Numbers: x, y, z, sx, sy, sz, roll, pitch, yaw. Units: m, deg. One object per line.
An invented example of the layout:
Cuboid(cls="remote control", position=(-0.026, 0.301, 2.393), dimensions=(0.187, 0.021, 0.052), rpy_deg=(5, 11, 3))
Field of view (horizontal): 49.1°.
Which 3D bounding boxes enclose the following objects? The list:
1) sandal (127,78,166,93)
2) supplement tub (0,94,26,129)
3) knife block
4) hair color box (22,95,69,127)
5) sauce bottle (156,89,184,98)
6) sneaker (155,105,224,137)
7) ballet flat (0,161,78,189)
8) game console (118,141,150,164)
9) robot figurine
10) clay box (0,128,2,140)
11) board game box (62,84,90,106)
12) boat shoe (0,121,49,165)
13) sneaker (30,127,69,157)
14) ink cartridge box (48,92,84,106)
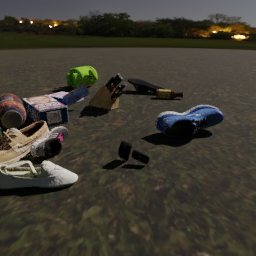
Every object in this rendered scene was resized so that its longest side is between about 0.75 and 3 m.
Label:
Cuboid(cls="sandal", position=(0.976, -2.314, 16.304), dimensions=(2.491, 0.596, 0.936), rpy_deg=(25, 29, 24))
Cuboid(cls="supplement tub", position=(-4.518, -0.608, 10.757), dimensions=(1.074, 1.074, 2.009), rpy_deg=(-9, 22, -23))
Cuboid(cls="knife block", position=(-0.968, -1.745, 13.019), dimensions=(1.882, 1.652, 0.602), rpy_deg=(14, 23, 33))
Cuboid(cls="hair color box", position=(-3.499, -0.761, 11.720), dimensions=(1.166, 0.705, 2.331), rpy_deg=(-14, 24, -32))
Cuboid(cls="sauce bottle", position=(2.227, -1.798, 14.931), dimensions=(1.434, 0.473, 0.473), rpy_deg=(6, 21, 9))
Cuboid(cls="sneaker", position=(2.283, -0.103, 9.886), dimensions=(2.501, 0.982, 1.115), rpy_deg=(-12, 32, -11))
Cuboid(cls="ballet flat", position=(-2.223, 1.103, 6.782), dimensions=(1.960, 0.681, 0.681), rpy_deg=(-2, 20, -5))
Cuboid(cls="game console", position=(0.156, 0.764, 7.923), dimensions=(0.946, 0.558, 0.114), rpy_deg=(24, 36, 16))
Cuboid(cls="robot figurine", position=(-2.807, -3.154, 17.382), dimensions=(1.917, 1.264, 2.185), rpy_deg=(7, 21, 35))
Cuboid(cls="clay box", position=(-5.356, 0.037, 9.710), dimensions=(1.327, 0.550, 2.310), rpy_deg=(-11, 23, -35))
Cuboid(cls="board game box", position=(-2.366, -1.510, 12.848), dimensions=(1.154, 0.594, 0.112), rpy_deg=(-32, 43, -4))
Cuboid(cls="boat shoe", position=(-3.348, 0.404, 8.332), dimensions=(0.919, 0.862, 2.493), rpy_deg=(10, 23, 25))
Cuboid(cls="sneaker", position=(-2.233, 0.457, 8.647), dimensions=(0.698, 0.589, 1.597), rpy_deg=(10, 26, 22))
Cuboid(cls="ink cartridge box", position=(-3.335, -1.506, 14.298), dimensions=(1.539, 0.339, 1.567), rpy_deg=(11, 22, 27))
